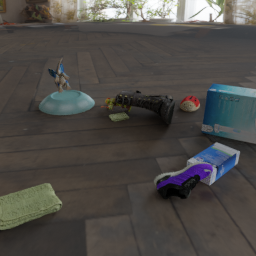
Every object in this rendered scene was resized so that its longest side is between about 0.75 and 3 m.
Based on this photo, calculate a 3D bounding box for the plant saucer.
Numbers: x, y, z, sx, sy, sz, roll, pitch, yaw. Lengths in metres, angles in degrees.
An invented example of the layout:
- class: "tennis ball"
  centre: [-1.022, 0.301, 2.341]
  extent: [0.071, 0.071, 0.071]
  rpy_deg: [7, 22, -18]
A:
- class: "plant saucer"
  centre: [-2.898, -1.341, 13.253]
  extent: [2.625, 0.505, 2.625]
  rpy_deg: [1, 26, 0]

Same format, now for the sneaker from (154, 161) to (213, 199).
- class: "sneaker"
  centre: [1.549, 1.476, 7.383]
  extent: [1.606, 0.559, 0.799]
  rpy_deg: [-20, 37, 4]

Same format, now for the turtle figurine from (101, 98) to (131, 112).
- class: "turtle figurine"
  centre: [-0.485, -1.151, 12.786]
  extent: [1.307, 0.522, 1.621]
  rpy_deg: [10, 15, 3]

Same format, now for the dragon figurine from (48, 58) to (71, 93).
- class: "dragon figurine"
  centre: [-1.965, -1.516, 7.944]
  extent: [0.442, 1.501, 0.746]
  rpy_deg: [-25, 60, -12]

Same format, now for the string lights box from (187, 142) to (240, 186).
- class: "string lights box"
  centre: [2.584, 1.034, 8.485]
  extent: [1.629, 0.480, 0.837]
  rpy_deg: [-23, 34, -38]

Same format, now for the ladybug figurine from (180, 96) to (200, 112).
- class: "ladybug figurine"
  centre: [2.861, -1.157, 12.898]
  extent: [0.875, 0.464, 1.289]
  rpy_deg: [10, 28, 19]

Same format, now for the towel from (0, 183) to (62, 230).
- class: "towel"
  centre: [-2.517, 1.915, 6.963]
  extent: [1.520, 0.277, 1.128]
  rpy_deg: [-16, 30, -27]

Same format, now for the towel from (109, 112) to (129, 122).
- class: "towel"
  centre: [-0.386, -0.476, 11.899]
  extent: [0.784, 0.143, 0.581]
  rpy_deg: [-9, 29, -18]

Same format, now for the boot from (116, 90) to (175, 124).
- class: "boot"
  centre: [0.669, -0.983, 11.786]
  extent: [2.437, 0.969, 2.799]
  rpy_deg: [10, 17, 2]

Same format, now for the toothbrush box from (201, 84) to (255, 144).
- class: "toothbrush box"
  centre: [4.055, -0.528, 10.211]
  extent: [2.377, 1.740, 1.014]
  rpy_deg: [12, 29, 25]
